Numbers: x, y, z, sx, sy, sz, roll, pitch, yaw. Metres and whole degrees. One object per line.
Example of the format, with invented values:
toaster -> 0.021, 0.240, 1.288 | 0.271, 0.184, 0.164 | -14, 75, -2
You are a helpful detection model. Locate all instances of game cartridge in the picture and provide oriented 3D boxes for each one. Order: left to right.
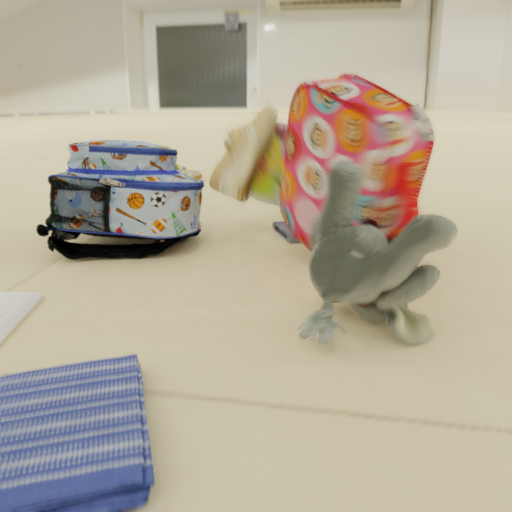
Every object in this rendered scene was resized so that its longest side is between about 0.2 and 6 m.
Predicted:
game cartridge -> 0.876, -0.526, 12.005 | 0.757, 0.224, 1.168 | -1, 18, -16

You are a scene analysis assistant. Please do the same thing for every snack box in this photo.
snack box -> 1.244, -1.839, 12.397 | 2.459, 1.749, 0.651 | 17, -2, 19

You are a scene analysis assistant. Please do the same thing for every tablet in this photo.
tablet -> -4.003, 0.943, 7.744 | 1.395, 0.146, 2.144 | 0, 18, 0

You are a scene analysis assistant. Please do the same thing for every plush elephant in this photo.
plush elephant -> 1.617, 0.226, 7.560 | 1.905, 2.313, 1.791 | 31, 8, 35

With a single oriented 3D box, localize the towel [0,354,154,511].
towel -> -1.910, 1.702, 5.429 | 1.718, 0.283, 2.373 | -7, 18, -12

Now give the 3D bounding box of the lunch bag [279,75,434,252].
lunch bag -> 1.617, -1.174, 9.150 | 1.246, 3.041, 2.678 | -19, 44, -29

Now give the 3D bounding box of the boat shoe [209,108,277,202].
boat shoe -> -0.240, -2.185, 11.292 | 0.875, 0.932, 2.528 | 15, 51, 10

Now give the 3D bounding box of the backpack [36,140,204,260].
backpack -> -2.417, -1.192, 11.146 | 2.776, 2.245, 2.915 | 12, 17, 3

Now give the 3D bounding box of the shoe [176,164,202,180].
shoe -> -2.827, -2.597, 17.454 | 2.284, 0.610, 0.799 | -3, 19, -8

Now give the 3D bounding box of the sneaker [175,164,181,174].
sneaker -> -3.272, -1.997, 14.759 | 2.939, 1.207, 1.144 | 2, 19, 9
